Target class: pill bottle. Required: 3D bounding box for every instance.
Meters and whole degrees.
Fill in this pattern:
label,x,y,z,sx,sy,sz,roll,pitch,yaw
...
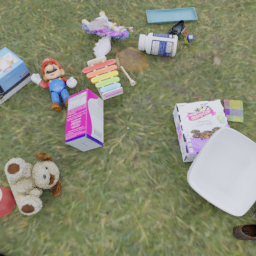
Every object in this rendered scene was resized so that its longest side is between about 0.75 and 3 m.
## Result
label,x,y,z,sx,sy,sz,roll,pitch,yaw
pill bottle,1.379,-3.896,13.043,1.718,0.954,0.954,7,63,3

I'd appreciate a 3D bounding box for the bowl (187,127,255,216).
label,x,y,z,sx,sy,sz,roll,pitch,yaw
bowl,3.444,1.464,9.779,2.500,0.933,2.497,35,89,-5

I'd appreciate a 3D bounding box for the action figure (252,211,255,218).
label,x,y,z,sx,sy,sz,roll,pitch,yaw
action figure,5.337,2.287,9.640,2.475,1.263,1.471,-39,106,21

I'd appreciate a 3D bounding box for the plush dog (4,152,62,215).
label,x,y,z,sx,sy,sz,roll,pitch,yaw
plush dog,-3.291,1.846,10.027,1.727,1.614,2.011,-21,93,-26

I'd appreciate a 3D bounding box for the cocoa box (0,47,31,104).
label,x,y,z,sx,sy,sz,roll,pitch,yaw
cocoa box,-5.398,-2.208,11.984,1.298,1.277,1.946,38,69,18

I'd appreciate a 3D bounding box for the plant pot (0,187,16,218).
label,x,y,z,sx,sy,sz,roll,pitch,yaw
plant pot,-4.577,2.495,9.742,1.079,0.955,1.079,0,62,0

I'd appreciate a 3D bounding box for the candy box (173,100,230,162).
label,x,y,z,sx,sy,sz,roll,pitch,yaw
candy box,2.946,0.082,11.061,1.895,0.808,2.259,-6,63,-3

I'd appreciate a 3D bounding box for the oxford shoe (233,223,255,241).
label,x,y,z,sx,sy,sz,roll,pitch,yaw
oxford shoe,4.478,3.481,9.372,1.693,0.714,0.615,-4,61,-4

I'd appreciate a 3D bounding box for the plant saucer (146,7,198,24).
label,x,y,z,sx,sy,sz,roll,pitch,yaw
plant saucer,2.232,-5.748,14.423,2.543,0.241,0.889,-4,63,-3

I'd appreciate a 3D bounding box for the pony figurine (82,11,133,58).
label,x,y,z,sx,sy,sz,roll,pitch,yaw
pony figurine,-1.158,-4.605,13.179,2.162,1.865,2.240,-34,52,-26

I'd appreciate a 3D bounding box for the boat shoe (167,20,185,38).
label,x,y,z,sx,sy,sz,roll,pitch,yaw
boat shoe,2.295,-4.699,13.691,0.615,0.545,1.645,39,69,18

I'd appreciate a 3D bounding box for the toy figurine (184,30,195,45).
label,x,y,z,sx,sy,sz,roll,pitch,yaw
toy figurine,3.023,-4.408,13.641,0.472,0.416,0.789,9,64,-1

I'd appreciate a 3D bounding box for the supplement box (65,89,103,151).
label,x,y,z,sx,sy,sz,roll,pitch,yaw
supplement box,-1.663,-0.302,10.931,1.076,1.054,2.082,-17,58,28

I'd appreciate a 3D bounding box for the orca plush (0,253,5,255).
label,x,y,z,sx,sy,sz,roll,pitch,yaw
orca plush,-4.697,4.388,8.783,2.523,0.897,1.327,17,64,8

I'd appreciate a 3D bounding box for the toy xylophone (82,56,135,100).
label,x,y,z,sx,sy,sz,roll,pitch,yaw
toy xylophone,-0.784,-2.161,11.892,1.751,0.601,2.391,-27,54,-13

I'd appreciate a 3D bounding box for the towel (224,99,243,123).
label,x,y,z,sx,sy,sz,roll,pitch,yaw
towel,4.490,-0.740,11.884,0.792,0.125,1.102,5,63,2

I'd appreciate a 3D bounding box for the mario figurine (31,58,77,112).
label,x,y,z,sx,sy,sz,roll,pitch,yaw
mario figurine,-3.135,-1.977,11.837,1.477,1.269,2.393,-6,66,-42
